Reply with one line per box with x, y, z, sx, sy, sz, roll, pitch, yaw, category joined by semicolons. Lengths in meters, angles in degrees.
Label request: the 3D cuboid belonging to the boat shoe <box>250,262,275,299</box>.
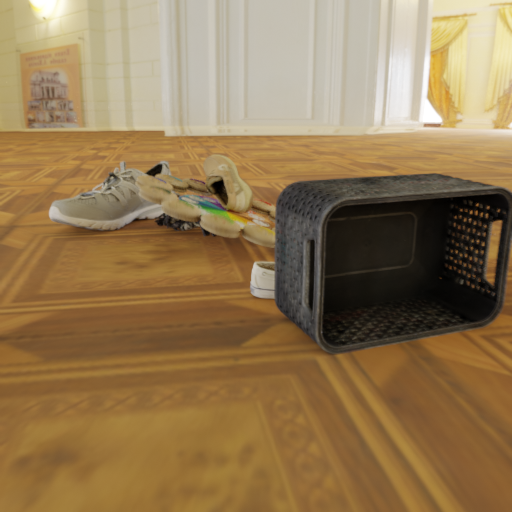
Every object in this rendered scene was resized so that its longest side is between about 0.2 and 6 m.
0.709;0.263;7.871;1.575;0.550;0.558;1;21;-3;boat shoe

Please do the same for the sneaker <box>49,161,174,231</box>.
-3.071;-1.371;12.129;1.215;1.333;3.251;11;19;32;sneaker

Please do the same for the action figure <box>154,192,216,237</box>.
-1.396;-0.859;11.331;1.605;0.819;0.954;15;13;38;action figure

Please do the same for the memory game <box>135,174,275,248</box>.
-0.552;-0.913;10.703;3.531;0.225;3.531;17;16;-5;memory game

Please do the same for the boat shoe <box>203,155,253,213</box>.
-0.706;-1.520;11.294;0.598;0.660;1.853;0;34;-33;boat shoe

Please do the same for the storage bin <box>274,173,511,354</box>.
1.621;-0.004;6.736;2.578;1.743;1.209;-6;18;-20;storage bin
